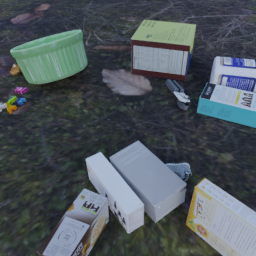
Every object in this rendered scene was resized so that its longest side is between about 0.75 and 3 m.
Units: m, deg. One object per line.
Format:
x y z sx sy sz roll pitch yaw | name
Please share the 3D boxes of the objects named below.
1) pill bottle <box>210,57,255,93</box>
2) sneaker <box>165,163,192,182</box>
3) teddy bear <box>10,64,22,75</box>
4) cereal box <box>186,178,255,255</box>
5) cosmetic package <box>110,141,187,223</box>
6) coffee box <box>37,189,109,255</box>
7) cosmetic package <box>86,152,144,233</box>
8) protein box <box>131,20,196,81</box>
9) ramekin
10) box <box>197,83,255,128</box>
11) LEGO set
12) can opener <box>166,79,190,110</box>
4.413 -1.929 10.710 2.317 1.387 1.387 9 41 10 | pill bottle
1.325 1.254 7.706 0.948 0.356 0.547 -7 42 -10 | sneaker
-4.746 -2.772 12.510 1.164 0.389 0.844 -29 46 -30 | teddy bear
2.197 2.154 5.736 0.409 1.487 2.067 -31 49 -33 | cereal box
0.473 1.311 7.223 1.037 0.876 1.942 -27 49 -22 | cosmetic package
-1.091 2.277 6.002 0.660 0.948 1.657 17 42 19 | coffee box
-0.371 1.549 6.976 0.506 0.825 1.998 -22 44 -25 | cosmetic package
1.569 -3.484 12.370 2.413 1.628 2.395 10 41 12 | protein box
-3.038 -2.856 11.282 2.868 1.401 2.868 -12 26 6 | ramekin
3.981 -0.737 9.808 2.841 0.698 1.169 17 43 19 | box
-4.303 -0.964 10.274 0.553 0.514 1.348 19 50 26 | LEGO set
1.831 -1.312 10.585 0.459 0.580 1.745 9 33 -19 | can opener
